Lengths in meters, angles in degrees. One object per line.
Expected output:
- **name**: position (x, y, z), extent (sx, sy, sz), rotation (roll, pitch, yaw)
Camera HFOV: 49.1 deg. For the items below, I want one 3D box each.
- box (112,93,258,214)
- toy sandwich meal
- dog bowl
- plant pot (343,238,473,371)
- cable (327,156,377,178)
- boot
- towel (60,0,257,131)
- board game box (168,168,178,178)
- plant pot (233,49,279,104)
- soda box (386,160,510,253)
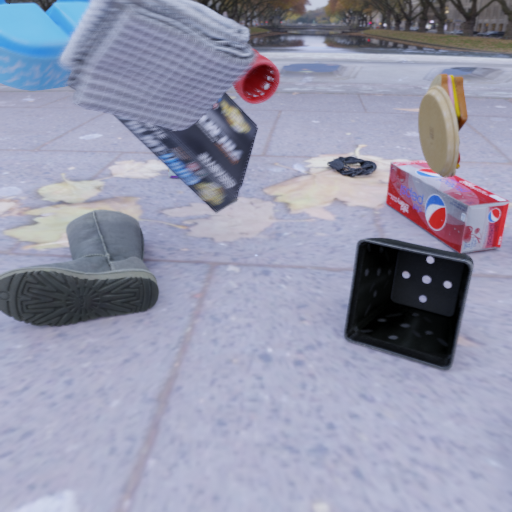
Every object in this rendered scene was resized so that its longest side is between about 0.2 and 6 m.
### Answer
- **box**: position (-1.089, -2.331, 9.728), extent (0.601, 2.419, 2.401), rotation (-30, 30, 31)
- **toy sandwich meal**: position (2.984, -2.001, 8.743), extent (0.538, 1.572, 1.572), rotation (-11, 26, -1)
- **dog bowl**: position (-3.259, -3.570, 9.233), extent (1.735, 0.772, 3.113), rotation (46, 42, 13)
- **plant pot**: position (2.254, 0.501, 7.946), extent (1.510, 1.506, 1.339), rotation (14, 18, 26)
- **cable**: position (2.691, -2.408, 15.177), extent (1.142, 0.356, 1.400), rotation (-13, 26, -36)
- **boot**: position (-2.964, -0.004, 9.335), extent (2.570, 1.026, 2.827), rotation (4, 29, -26)
- **towel**: position (-1.143, -2.242, 6.540), extent (1.852, 0.792, 1.533), rotation (4, -25, -41)
- **board game box**: position (-1.568, -3.138, 15.461), extent (1.337, 1.314, 2.550), rotation (2, 26, 3)
- **plant pot**: position (-0.099, -3.923, 12.092), extent (0.980, 0.980, 0.892), rotation (-11, 47, -22)
- **soda box**: position (3.817, -1.100, 11.575), extent (0.929, 1.026, 2.930), rotation (-7, 27, -15)
